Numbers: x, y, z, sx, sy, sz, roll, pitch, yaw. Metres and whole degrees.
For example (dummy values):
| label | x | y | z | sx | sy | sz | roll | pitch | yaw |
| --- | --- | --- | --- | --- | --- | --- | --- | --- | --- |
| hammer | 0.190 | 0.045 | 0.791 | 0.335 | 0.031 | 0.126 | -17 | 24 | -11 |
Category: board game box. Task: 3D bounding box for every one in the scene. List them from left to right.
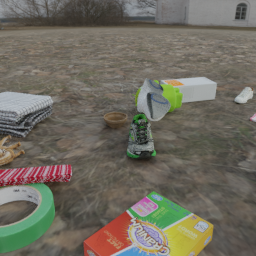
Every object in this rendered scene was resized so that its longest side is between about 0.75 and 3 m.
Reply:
| label | x | y | z | sx | sy | sz | roll | pitch | yaw |
| --- | --- | --- | --- | --- | --- | --- | --- | --- | --- |
| board game box | 0.459 | 2.296 | 5.705 | 1.655 | 0.436 | 2.163 | 22 | 33 | 38 |

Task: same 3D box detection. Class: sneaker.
| label | x | y | z | sx | sy | sz | roll | pitch | yaw |
| --- | --- | --- | --- | --- | --- | --- | --- | --- | --- |
| sneaker | 0.378 | 0.267 | 9.380 | 0.920 | 1.004 | 2.357 | -3 | 26 | -6 |
| sneaker | 0.760 | -0.774 | 9.285 | 0.872 | 1.019 | 2.340 | 26 | 27 | -12 |
| sneaker | 5.791 | -1.687 | 13.986 | 0.556 | 0.647 | 1.528 | 22 | 34 | 36 |

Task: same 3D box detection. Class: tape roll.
| label | x | y | z | sx | sy | sz | roll | pitch | yaw |
| --- | --- | --- | --- | --- | --- | --- | --- | --- | --- |
| tape roll | -2.710 | 1.931 | 6.454 | 1.964 | 0.472 | 1.964 | -1 | 25 | 0 |

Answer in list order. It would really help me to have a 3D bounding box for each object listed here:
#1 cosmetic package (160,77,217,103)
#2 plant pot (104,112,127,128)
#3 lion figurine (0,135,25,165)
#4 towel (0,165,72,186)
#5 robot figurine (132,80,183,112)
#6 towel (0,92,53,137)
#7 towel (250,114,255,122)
| label | x | y | z | sx | sy | sz | roll | pitch | yaw |
| --- | --- | --- | --- | --- | --- | --- | --- | --- | --- |
| cosmetic package | 3.017 | -1.925 | 14.178 | 2.527 | 0.900 | 1.282 | -7 | 26 | -17 |
| plant pot | -0.492 | -0.269 | 11.188 | 0.947 | 0.437 | 0.947 | -1 | 25 | 0 |
| lion figurine | -4.022 | 0.742 | 9.040 | 0.993 | 0.588 | 1.622 | -28 | 22 | -32 |
| towel | -2.593 | 1.279 | 7.589 | 2.096 | 0.236 | 1.516 | -3 | 4 | -12 |
| robot figurine | 1.294 | -1.291 | 12.416 | 2.152 | 1.245 | 1.888 | -4 | 39 | -9 |
| towel | -4.581 | -0.609 | 11.184 | 2.641 | 1.130 | 2.186 | 7 | 24 | 18 |
| towel | 5.671 | -0.357 | 11.732 | 0.917 | 0.137 | 0.671 | 20 | 32 | 36 |
